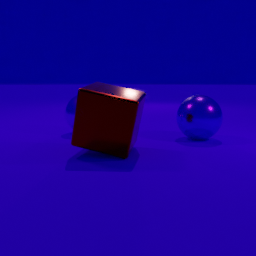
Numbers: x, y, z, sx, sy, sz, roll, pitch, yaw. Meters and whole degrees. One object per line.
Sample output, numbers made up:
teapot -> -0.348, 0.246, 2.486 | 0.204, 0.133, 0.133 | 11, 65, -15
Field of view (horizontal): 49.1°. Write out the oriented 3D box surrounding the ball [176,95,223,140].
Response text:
ball -> 1.657, -0.242, 6.526 | 1.045, 1.045, 1.045 | 0, 10, 0

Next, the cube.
cube -> -0.331, -0.193, 5.263 | 1.061, 1.061, 1.061 | 14, 18, 7

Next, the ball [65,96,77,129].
ball -> -1.102, -0.371, 7.262 | 1.032, 1.032, 1.032 | 0, 10, 0
